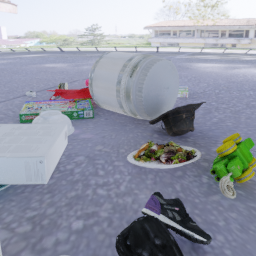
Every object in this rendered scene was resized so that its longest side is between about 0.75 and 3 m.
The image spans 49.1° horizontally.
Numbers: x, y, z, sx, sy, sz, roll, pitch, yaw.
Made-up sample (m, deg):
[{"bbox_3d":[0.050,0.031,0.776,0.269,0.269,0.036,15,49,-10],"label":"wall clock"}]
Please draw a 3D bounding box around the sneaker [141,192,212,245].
[{"bbox_3d":[0.842,1.429,4.600,1.207,0.457,0.528,22,67,27],"label":"sneaker"}]

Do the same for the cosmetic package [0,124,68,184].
[{"bbox_3d":[-2.709,0.519,6.887,2.020,0.692,2.679,2,15,-3],"label":"cosmetic package"}]

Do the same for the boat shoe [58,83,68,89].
[{"bbox_3d":[-3.323,-2.038,14.318,0.478,0.571,1.598,-4,15,-10],"label":"boat shoe"}]

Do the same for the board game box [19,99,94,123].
[{"bbox_3d":[-2.730,-0.718,10.962,2.641,0.385,1.777,-4,21,-11],"label":"board game box"}]

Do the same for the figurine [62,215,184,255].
[{"bbox_3d":[0.119,2.063,2.898,2.049,0.882,2.000,-14,29,-31],"label":"figurine"}]

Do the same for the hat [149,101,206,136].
[{"bbox_3d":[1.662,-0.180,8.653,1.964,0.792,1.964,-20,-8,-3],"label":"hat"}]

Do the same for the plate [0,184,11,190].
[{"bbox_3d":[-3.121,1.202,5.894,1.372,0.175,1.372,1,14,0],"label":"plate"}]

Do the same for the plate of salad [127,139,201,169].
[{"bbox_3d":[0.886,0.594,6.995,1.832,0.440,1.832,-4,10,1],"label":"plate of salad"}]

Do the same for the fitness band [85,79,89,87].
[{"bbox_3d":[-0.851,-2.306,15.032,2.985,0.559,2.144,9,22,21],"label":"fitness band"}]

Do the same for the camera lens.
[{"bbox_3d":[0.138,-1.633,10.584,2.917,2.333,2.333,19,27,40],"label":"camera lens"}]

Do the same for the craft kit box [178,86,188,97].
[{"bbox_3d":[2.343,-1.886,14.241,1.422,0.345,1.404,4,18,11],"label":"craft kit box"}]

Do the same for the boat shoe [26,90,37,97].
[{"bbox_3d":[-4.804,-1.743,13.904,0.788,0.263,0.290,14,24,33],"label":"boat shoe"}]

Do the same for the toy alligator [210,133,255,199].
[{"bbox_3d":[2.193,0.854,6.194,0.792,0.865,2.918,-35,-4,36],"label":"toy alligator"}]

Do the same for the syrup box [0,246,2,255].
[{"bbox_3d":[-1.934,1.849,3.365,0.837,0.809,2.055,-11,23,-27],"label":"syrup box"}]

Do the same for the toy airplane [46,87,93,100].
[{"bbox_3d":[-2.323,-1.519,12.472,2.902,0.534,2.902,-2,7,0],"label":"toy airplane"}]

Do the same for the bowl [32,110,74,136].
[{"bbox_3d":[-2.500,-0.181,9.131,1.446,0.650,1.446,-1,21,0],"label":"bowl"}]
